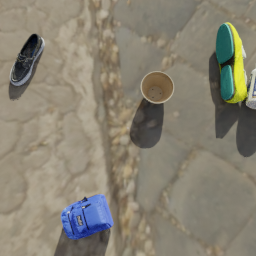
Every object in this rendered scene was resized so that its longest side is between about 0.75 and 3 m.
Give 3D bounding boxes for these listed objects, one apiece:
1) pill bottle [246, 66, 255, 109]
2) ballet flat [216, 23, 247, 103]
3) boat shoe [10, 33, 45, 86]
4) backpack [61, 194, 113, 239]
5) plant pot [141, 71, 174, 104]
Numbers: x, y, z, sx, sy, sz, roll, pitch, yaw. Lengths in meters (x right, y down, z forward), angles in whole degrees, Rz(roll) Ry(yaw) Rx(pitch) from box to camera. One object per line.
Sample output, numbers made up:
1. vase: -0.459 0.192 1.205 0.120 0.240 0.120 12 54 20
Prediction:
1. pill bottle: 3.366 -1.092 6.962 0.657 0.657 1.184 14 80 2
2. ballet flat: 2.683 -1.628 7.135 0.688 0.686 2.052 2 82 -22
3. boat shoe: -2.620 -1.785 7.176 0.506 0.480 1.448 29 81 5
4. backpack: -0.972 1.993 6.310 1.045 0.877 0.850 -19 73 0
5. plant pot: 0.703 -0.938 6.995 0.801 0.538 0.801 0 80 -1
